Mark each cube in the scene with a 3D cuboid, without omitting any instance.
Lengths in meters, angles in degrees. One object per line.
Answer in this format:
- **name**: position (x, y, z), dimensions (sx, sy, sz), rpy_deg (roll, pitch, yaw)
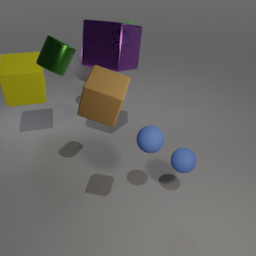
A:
- **cube**: position (-3.832, -1.804, 10.288), dimensions (1.400, 1.400, 1.400), rpy_deg (-8, 45, -12)
- **cube**: position (-0.435, -0.575, 5.045), dimensions (0.700, 0.700, 0.700), rpy_deg (19, 44, -4)
- **cube**: position (-0.512, -2.651, 9.023), dimensions (1.400, 1.400, 1.400), rpy_deg (15, 20, 24)

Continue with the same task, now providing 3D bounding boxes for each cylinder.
- **cylinder**: position (-1.687, -1.680, 6.546), dimensions (0.700, 0.700, 0.700), rpy_deg (27, 9, -4)

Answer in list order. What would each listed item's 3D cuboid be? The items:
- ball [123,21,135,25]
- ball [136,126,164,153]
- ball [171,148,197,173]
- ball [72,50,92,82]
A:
- **ball**: position (0.019, -4.548, 12.825), dimensions (0.700, 0.700, 0.700), rpy_deg (0, 31, 0)
- **ball**: position (0.563, 0.287, 7.063), dimensions (0.700, 0.700, 0.700), rpy_deg (0, 31, 0)
- **ball**: position (1.521, 0.890, 7.680), dimensions (0.700, 0.700, 0.700), rpy_deg (0, 31, 0)
- **ball**: position (-1.761, -2.734, 12.280), dimensions (1.400, 1.400, 1.400), rpy_deg (0, 31, 0)
